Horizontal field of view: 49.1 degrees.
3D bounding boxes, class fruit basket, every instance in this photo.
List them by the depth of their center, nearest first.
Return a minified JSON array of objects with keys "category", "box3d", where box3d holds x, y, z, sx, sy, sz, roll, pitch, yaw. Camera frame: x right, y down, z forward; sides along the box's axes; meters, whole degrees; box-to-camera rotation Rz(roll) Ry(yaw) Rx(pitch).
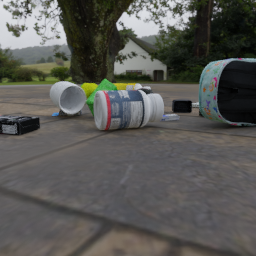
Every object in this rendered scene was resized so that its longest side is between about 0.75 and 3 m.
[{"category":"fruit basket","box3d":[-1.401,-1.465,12.891,1.713,1.236,1.713,-10,48,12]}]

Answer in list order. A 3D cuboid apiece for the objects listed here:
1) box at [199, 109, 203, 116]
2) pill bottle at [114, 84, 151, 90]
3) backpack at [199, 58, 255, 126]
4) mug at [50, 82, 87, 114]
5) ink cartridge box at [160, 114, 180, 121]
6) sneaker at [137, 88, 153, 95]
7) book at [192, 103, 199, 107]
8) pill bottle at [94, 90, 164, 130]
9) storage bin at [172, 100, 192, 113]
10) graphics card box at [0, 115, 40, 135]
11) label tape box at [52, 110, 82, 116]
[{"category":"box","box3d":[4.395,-0.710,13.044,1.537,0.385,1.549,-9,14,-33]},{"category":"pill bottle","box3d":[0.026,-1.842,16.046,2.483,1.396,1.396,3,12,15]},{"category":"backpack","box3d":[4.047,-1.372,10.679,2.904,2.578,2.187,-2,9,-27]},{"category":"mug","box3d":[-2.685,-1.423,12.870,1.761,1.300,1.544,14,10,-41]},{"category":"ink cartridge box","box3d":[1.717,-0.444,12.097,0.935,0.207,0.439,-5,11,-22]},{"category":"sneaker","box3d":[-0.211,-1.243,13.737,1.684,1.103,2.916,-10,1,-41]},{"category":"book","box3d":[4.611,-1.338,16.335,0.973,0.350,1.456,-11,15,-36]},{"category":"pill bottle","box3d":[0.025,-0.694,10.300,2.362,1.413,1.413,-4,12,-20]},{"category":"storage bin","box3d":[2.764,-1.115,14.343,0.956,0.646,0.448,0,12,1]},{"category":"graphics card box","box3d":[-4.221,-0.137,9.865,1.869,0.475,1.173,2,11,16]},{"category":"label tape box","box3d":[-2.978,-0.877,13.675,1.389,0.439,1.001,-1,11,-9]}]
